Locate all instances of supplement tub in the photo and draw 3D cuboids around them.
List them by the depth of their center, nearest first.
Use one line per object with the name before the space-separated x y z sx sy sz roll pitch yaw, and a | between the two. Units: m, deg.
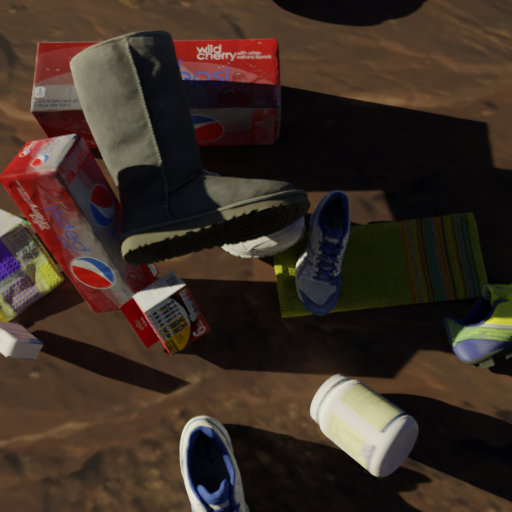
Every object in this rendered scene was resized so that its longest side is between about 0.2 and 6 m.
supplement tub | 1.751 2.748 9.234 1.096 1.096 1.511 -46 49 -14

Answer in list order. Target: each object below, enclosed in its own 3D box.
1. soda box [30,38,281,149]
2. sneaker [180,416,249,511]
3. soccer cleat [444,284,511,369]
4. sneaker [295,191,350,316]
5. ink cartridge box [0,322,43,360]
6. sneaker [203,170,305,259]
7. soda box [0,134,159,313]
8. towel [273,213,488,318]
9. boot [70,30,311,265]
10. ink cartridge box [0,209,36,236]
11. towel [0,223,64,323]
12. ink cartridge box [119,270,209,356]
soda box | -1.876 -3.214 11.239 4.706 1.492 1.647 -1 71 -1
sneaker | -0.625 4.084 8.902 1.137 1.331 3.020 -20 74 -8
soccer cleat | 4.798 0.894 10.110 2.996 0.969 1.253 -28 83 -7
sneaker | 1.228 -0.100 10.218 0.871 1.020 2.314 7 76 -1
ink cartridge box | -4.307 1.504 9.963 0.822 0.594 0.346 25 91 37
sneaker | -0.712 -0.896 10.394 3.316 1.444 1.236 13 67 9
soda box | -2.813 -0.422 9.360 1.095 3.127 0.991 -5 42 18
towel | 2.350 0.150 10.719 3.981 0.359 1.713 -6 70 -1
boot | -1.169 -2.022 9.523 3.470 1.385 3.816 -11 71 -7
ink cartridge box | -4.861 -0.484 10.920 0.877 0.384 0.637 24 73 5
towel | -4.801 0.475 10.443 2.020 0.230 1.451 -34 91 -7
ink cartridge box | -1.591 1.101 9.848 1.133 1.290 0.541 -35 44 -14
